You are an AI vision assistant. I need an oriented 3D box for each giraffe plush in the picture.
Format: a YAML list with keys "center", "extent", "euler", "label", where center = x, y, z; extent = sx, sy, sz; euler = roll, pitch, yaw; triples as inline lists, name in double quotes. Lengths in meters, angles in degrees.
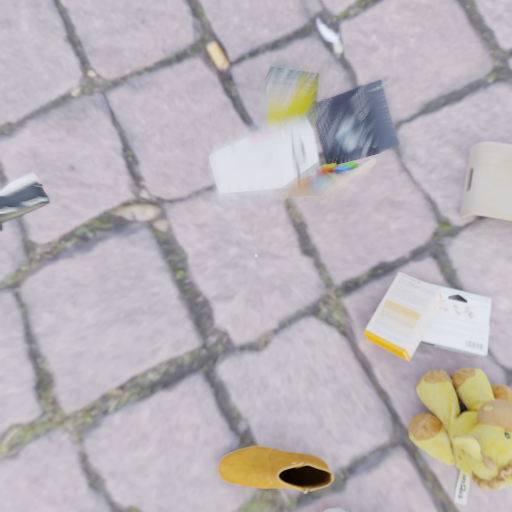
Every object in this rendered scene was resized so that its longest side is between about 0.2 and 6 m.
- center: [3.450, 2.794, 8.532]
  extent: [1.884, 1.771, 2.184]
  euler: [-2, 76, 0]
  label: "giraffe plush"

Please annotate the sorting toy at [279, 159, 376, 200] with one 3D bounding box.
- center: [1.043, -1.186, 8.469]
  extent: [1.108, 1.197, 0.218]
  euler: [-32, 107, -27]
  label: "sorting toy"

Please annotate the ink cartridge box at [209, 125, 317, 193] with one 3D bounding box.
- center: [0.135, -1.342, 7.737]
  extent: [0.983, 1.354, 0.565]
  euler: [-2, 113, 29]
  label: "ink cartridge box"

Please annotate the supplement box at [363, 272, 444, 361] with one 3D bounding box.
- center: [2.509, 1.016, 9.496]
  extent: [0.803, 0.469, 1.275]
  euler: [26, 77, 35]
  label: "supplement box"

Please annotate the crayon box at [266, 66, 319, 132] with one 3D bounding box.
- center: [0.597, -2.553, 9.434]
  extent: [0.817, 1.287, 0.327]
  euler: [11, 63, 7]
  label: "crayon box"

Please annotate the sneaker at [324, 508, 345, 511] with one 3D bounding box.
- center: [1.919, 4.757, 8.676]
  extent: [2.255, 0.869, 0.923]
  euler: [21, 98, 9]
  label: "sneaker"

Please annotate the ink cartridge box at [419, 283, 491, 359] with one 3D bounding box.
- center: [3.415, 1.121, 9.730]
  extent: [1.201, 0.262, 1.042]
  euler: [14, 68, 4]
  label: "ink cartridge box"

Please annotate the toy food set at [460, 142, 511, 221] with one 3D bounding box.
- center: [4.847, -1.184, 10.192]
  extent: [2.017, 0.609, 1.447]
  euler: [12, 77, 11]
  label: "toy food set"

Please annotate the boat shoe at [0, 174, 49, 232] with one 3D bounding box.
- center: [-3.733, -0.575, 7.923]
  extent: [1.710, 0.647, 0.516]
  euler: [-39, 102, -30]
  label: "boat shoe"

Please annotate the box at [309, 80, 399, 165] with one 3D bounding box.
- center: [1.517, -2.044, 8.732]
  extent: [0.615, 1.047, 1.030]
  euler: [-29, 105, -42]
  label: "box"

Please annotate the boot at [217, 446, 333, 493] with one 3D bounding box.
- center: [0.254, 3.311, 8.663]
  extent: [1.786, 1.279, 0.629]
  euler: [-1, 75, 0]
  label: "boot"
